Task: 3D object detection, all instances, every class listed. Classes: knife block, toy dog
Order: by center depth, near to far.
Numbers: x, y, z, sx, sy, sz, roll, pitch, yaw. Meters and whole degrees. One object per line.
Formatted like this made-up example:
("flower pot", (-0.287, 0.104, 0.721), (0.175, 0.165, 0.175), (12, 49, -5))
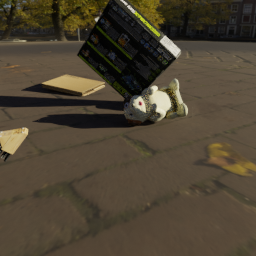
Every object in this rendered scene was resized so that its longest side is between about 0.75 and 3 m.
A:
("knife block", (-2.524, 0.394, 6.121), (0.783, 0.687, 0.250), (-11, 31, -11))
("toy dog", (0.680, -0.707, 8.627), (1.695, 1.183, 1.644), (-12, -3, -16))

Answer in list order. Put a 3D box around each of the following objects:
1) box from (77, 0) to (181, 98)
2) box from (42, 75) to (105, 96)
("box", (-0.068, -2.612, 9.851), (2.834, 2.737, 0.673), (41, 46, -5))
("box", (-2.524, -2.009, 13.052), (2.292, 0.244, 1.873), (15, 28, 22))
